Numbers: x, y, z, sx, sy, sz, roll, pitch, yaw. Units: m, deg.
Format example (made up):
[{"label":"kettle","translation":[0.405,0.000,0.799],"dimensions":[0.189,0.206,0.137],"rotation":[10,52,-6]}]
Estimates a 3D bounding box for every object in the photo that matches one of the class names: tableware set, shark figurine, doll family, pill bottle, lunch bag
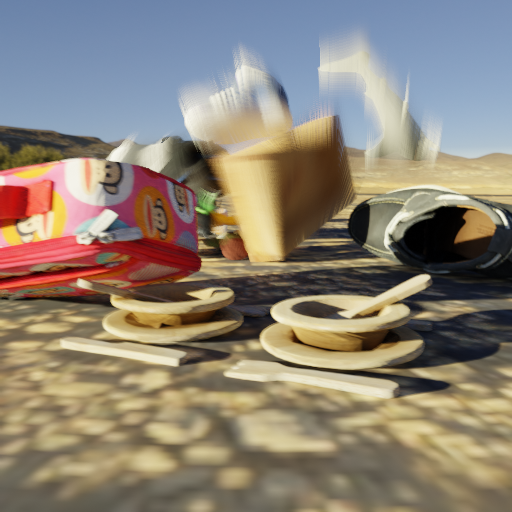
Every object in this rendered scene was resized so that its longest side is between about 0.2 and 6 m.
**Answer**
[{"label":"tableware set","translation":[-0.033,0.384,4.253],"dimensions":[2.529,0.507,1.672],"rotation":[3,9,23]},{"label":"shark figurine","translation":[1.711,-1.814,7.617],"dimensions":[0.842,2.017,1.205],"rotation":[-38,25,15]},{"label":"doll family","translation":[-1.261,-0.445,8.611],"dimensions":[2.733,1.072,1.579],"rotation":[-3,10,-6]},{"label":"pill bottle","translation":[-1.145,-0.775,12.258],"dimensions":[0.997,0.580,0.580],"rotation":[4,8,6]},{"label":"lunch bag","translation":[-1.823,-0.188,4.796],"dimensions":[2.382,0.976,2.098],"rotation":[-8,-10,18]}]

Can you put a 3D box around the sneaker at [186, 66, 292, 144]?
[{"label":"sneaker","translation":[-0.350,-2.473,8.938],"dimensions":[1.747,0.704,1.279],"rotation":[-7,54,-16]}]

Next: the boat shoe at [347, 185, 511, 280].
[{"label":"boat shoe","translation":[2.209,-0.378,7.424],"dimensions":[1.077,1.144,3.186],"rotation":[1,9,-30]}]

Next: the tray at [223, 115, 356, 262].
[{"label":"tray","translation":[0.686,-1.218,9.147],"dimensions":[0.591,1.574,3.191],"rotation":[-4,19,33]}]

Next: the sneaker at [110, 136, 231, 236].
[{"label":"sneaker","translation":[-0.998,-1.096,10.048],"dimensions":[1.804,1.178,3.224],"rotation":[-7,-14,19]}]
